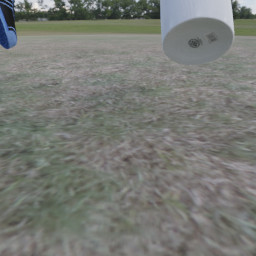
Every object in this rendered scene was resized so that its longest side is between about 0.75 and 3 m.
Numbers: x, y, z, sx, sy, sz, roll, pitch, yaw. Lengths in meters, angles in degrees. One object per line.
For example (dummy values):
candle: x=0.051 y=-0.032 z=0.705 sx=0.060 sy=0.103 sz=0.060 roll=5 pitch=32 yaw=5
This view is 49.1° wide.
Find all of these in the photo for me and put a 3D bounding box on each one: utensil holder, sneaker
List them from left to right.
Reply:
sneaker: x=-3.782 y=-3.922 z=8.432 sx=1.011 sy=2.883 sz=1.123 roll=17 pitch=40 yaw=37
utensil holder: x=2.036 y=-3.582 z=8.618 sx=2.206 sy=2.206 sz=2.596 roll=2 pitch=66 yaw=4
